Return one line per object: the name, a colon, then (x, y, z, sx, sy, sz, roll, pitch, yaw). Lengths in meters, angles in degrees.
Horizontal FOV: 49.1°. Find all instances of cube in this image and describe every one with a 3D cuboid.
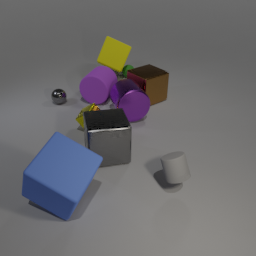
cube: (-0.760, -3.929, 15.102, 1.400, 1.400, 1.400, 23, 8, -8)
cube: (-1.435, -0.404, 10.739, 0.700, 0.700, 0.700, -21, 31, 36)
cube: (-0.713, 0.298, 9.380, 1.400, 1.400, 1.400, -6, 31, -11)
cube: (0.906, -2.005, 13.094, 1.400, 1.400, 1.400, -22, 39, -31)
cube: (-1.698, 1.246, 7.189, 1.400, 1.400, 1.400, 30, 50, 0)

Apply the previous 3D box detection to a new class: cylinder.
cylinder: (1.330, 1.094, 7.817, 0.700, 0.700, 0.700, -16, 9, 2)
cylinder: (0.063, -1.180, 11.722, 1.400, 1.400, 1.400, -8, 31, -12)
cylinder: (-1.354, -2.015, 13.077, 1.400, 1.400, 1.400, 9, 33, 14)

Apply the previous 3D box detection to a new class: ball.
ball: (0.027, -3.164, 15.588, 0.700, 0.700, 0.700, 0, 32, 0)
ball: (-3.178, -1.462, 12.895, 0.700, 0.700, 0.700, 0, 32, 0)
